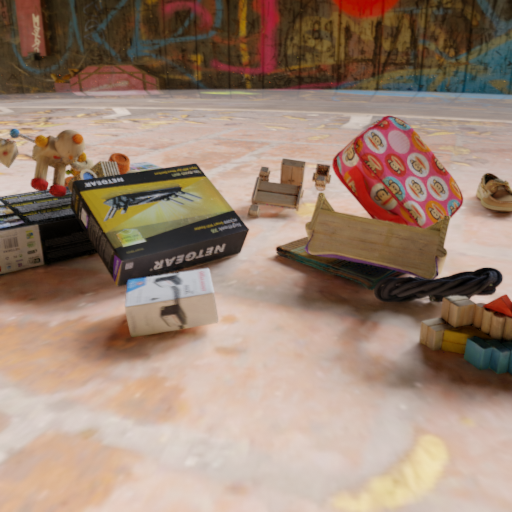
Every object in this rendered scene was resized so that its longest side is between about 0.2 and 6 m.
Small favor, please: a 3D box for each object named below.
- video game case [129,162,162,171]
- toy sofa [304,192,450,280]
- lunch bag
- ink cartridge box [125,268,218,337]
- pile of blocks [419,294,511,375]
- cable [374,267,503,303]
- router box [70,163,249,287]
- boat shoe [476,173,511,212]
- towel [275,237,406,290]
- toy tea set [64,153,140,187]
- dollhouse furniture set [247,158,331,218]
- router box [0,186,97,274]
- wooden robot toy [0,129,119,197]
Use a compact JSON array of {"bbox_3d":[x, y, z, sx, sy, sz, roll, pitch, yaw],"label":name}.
[{"bbox_3d":[-3.873,-2.736,17.871,1.561,0.185,1.421,-14,25,-34],"label":"video game case"},{"bbox_3d":[2.116,-0.217,9.954,2.430,1.186,1.006,12,-17,16],"label":"toy sofa"},{"bbox_3d":[2.799,-1.420,11.227,2.235,2.538,1.040,-39,0,-39],"label":"lunch bag"},{"bbox_3d":[-1.258,0.677,8.374,1.280,0.536,0.929,-9,23,-6],"label":"ink cartridge box"},{"bbox_3d":[3.570,1.015,7.201,2.782,0.864,1.142,6,22,16],"label":"pile of blocks"},{"bbox_3d":[2.668,0.421,8.288,1.534,0.478,1.881,3,-8,-20],"label":"cable"},{"bbox_3d":[-1.820,-0.701,10.631,2.692,0.703,2.117,-16,55,-35],"label":"router box"},{"bbox_3d":[6.132,-1.642,14.336,0.753,0.676,2.035,0,21,1],"label":"boat shoe"},{"bbox_3d":[1.790,0.000,10.722,1.764,0.261,2.405,-18,26,-38],"label":"towel"},{"bbox_3d":[-4.346,-2.020,15.490,2.582,0.956,1.535,-13,54,-37],"label":"toy tea set"},{"bbox_3d":[0.868,-1.359,14.178,1.824,1.044,2.139,9,49,7],"label":"dollhouse furniture set"},{"bbox_3d":[-4.272,-0.677,11.536,3.443,0.879,2.568,-15,26,-34],"label":"router box"},{"bbox_3d":[-3.604,-1.858,10.774,1.189,1.154,2.620,-23,-26,36],"label":"wooden robot toy"}]
